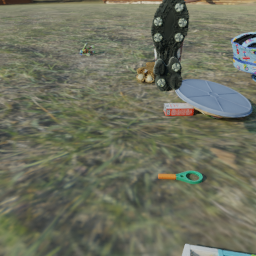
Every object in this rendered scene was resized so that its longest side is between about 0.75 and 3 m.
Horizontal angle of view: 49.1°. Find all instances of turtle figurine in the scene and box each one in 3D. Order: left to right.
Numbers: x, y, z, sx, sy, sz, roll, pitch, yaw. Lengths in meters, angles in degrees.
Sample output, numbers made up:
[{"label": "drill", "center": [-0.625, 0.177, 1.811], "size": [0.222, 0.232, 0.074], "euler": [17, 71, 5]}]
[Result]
[{"label": "turtle figurine", "center": [-1.943, -3.909, 13.968], "size": [0.802, 0.828, 0.596], "euler": [-26, 71, -46]}]

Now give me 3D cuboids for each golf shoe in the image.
[{"label": "golf shoe", "center": [0.729, -1.537, 5.218], "size": [0.649, 1.680, 0.740], "euler": [4, 15, 3]}]

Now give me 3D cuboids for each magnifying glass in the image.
[{"label": "magnifying glass", "center": [1.020, 0.947, 5.442], "size": [0.848, 0.095, 0.338], "euler": [0, 28, 2]}]

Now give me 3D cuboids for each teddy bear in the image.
[{"label": "teddy bear", "center": [0.809, -2.080, 10.810], "size": [0.985, 0.454, 1.359], "euler": [-5, 35, 7]}]

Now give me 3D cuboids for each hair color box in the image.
[{"label": "hair color box", "center": [1.446, -0.536, 8.029], "size": [0.788, 0.241, 0.400], "euler": [0, 27, -4]}]

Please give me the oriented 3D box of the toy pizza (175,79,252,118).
[{"label": "toy pizza", "center": [2.466, -0.831, 8.244], "size": [2.277, 0.361, 2.277], "euler": [9, 31, -6]}]

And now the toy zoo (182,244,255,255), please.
[{"label": "toy zoo", "center": [1.205, 1.960, 3.489], "size": [1.464, 0.150, 0.961], "euler": [5, 29, 9]}]

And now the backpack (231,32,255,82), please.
[{"label": "backpack", "center": [5.024, -2.414, 9.814], "size": [2.743, 1.845, 2.504], "euler": [-2, 28, -5]}]
